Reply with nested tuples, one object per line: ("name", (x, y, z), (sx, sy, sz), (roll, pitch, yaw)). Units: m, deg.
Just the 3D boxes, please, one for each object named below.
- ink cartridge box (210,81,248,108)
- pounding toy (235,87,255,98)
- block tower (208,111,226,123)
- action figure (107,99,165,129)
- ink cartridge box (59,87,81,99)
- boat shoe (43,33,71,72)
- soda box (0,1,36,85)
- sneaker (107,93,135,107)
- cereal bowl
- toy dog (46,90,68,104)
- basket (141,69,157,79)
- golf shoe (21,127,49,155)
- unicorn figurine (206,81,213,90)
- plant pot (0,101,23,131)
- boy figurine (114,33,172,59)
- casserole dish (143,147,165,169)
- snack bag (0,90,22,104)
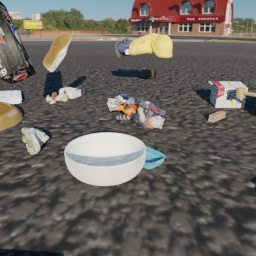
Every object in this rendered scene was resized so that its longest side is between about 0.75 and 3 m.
("ink cartridge box", (3.902, -1.302, 10.891), (1.135, 0.825, 0.821), (-1, 27, -1))
("pounding toy", (4.758, -0.857, 9.610), (2.113, 0.967, 1.856), (7, 22, 18))
("block tower", (3.024, -0.398, 9.471), (0.785, 0.227, 0.212), (-20, 29, -40))
("action figure", (0.457, -0.411, 9.062), (1.779, 0.962, 1.839), (25, 6, 35))
("ink cartridge box", (-2.541, -1.548, 12.290), (0.798, 0.336, 0.577), (15, 25, 33))
("boat shoe", (-2.195, -2.376, 8.848), (0.480, 1.357, 0.470), (24, -17, 15))
("soda box", (-3.466, -2.439, 7.776), (0.821, 2.319, 0.734), (-26, -6, 1))
("sneaker", (-0.244, -1.063, 10.699), (1.360, 0.579, 0.524), (15, 26, 36))
("cereal bowl", (-0.457, 0.713, 5.904), (1.682, 0.700, 1.682), (-1, 21, 0))
("toy dog", (-2.899, -1.332, 11.577), (0.925, 0.446, 0.610), (-13, 25, -31))
("basket", (1.175, -3.113, 16.127), (0.808, 0.550, 0.729), (3, 14, 17))
("golf shoe", (-2.383, 0.275, 7.370), (0.651, 0.524, 1.339), (-5, 22, -27))
("unicorn figurine", (3.864, -1.595, 12.042), (1.552, 0.573, 1.066), (-6, 31, -27))
("plant pot", (-5.036, -0.405, 9.251), (2.946, 0.405, 2.946), (0, 20, 0))
("boy figurine", (0.751, -3.359, 11.503), (2.791, 0.899, 1.735), (13, 36, 41))
("casserole dish", (0.377, 0.688, 6.658), (0.663, 0.212, 1.094), (-18, 27, -39))
("snack bag", (-5.458, -1.247, 11.696), (1.932, 0.207, 1.821), (-8, 23, -19))
